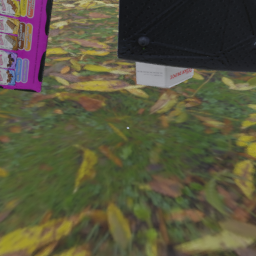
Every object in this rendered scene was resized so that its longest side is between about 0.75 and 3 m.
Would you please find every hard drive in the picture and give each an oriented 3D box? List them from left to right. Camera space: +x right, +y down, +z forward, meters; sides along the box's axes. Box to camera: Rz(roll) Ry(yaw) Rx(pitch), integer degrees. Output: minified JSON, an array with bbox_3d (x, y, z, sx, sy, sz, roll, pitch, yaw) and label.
[{"bbox_3d":[1.067,-1.293,3.027,2.328,1.570,0.493,4,60,-1],"label":"hard drive"}]

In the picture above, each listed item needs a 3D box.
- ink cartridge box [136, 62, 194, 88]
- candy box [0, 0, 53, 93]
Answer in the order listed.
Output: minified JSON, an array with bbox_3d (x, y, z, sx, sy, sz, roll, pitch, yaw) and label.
[{"bbox_3d":[0.618,-1.464,4.530,0.601,1.429,1.040,13,27,35],"label":"ink cartridge box"},{"bbox_3d":[-2.223,-1.408,3.600,2.297,1.566,0.701,5,32,-23],"label":"candy box"}]
